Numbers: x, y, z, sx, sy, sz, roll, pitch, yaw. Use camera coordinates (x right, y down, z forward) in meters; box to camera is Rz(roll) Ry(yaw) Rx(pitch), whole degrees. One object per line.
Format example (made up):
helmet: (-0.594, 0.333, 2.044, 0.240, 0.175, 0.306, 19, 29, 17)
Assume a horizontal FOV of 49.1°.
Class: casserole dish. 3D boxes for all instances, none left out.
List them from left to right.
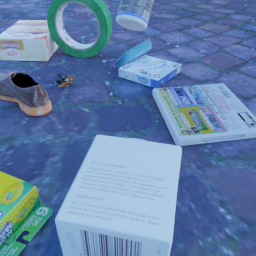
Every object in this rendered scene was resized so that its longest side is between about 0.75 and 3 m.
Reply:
casserole dish: (0.263, -2.855, 10.923, 1.796, 1.088, 0.348, -38, 94, -29)

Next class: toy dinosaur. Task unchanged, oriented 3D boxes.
toy dinosaur: (-2.210, -1.668, 9.769, 0.595, 0.448, 0.877, 24, 18, 5)

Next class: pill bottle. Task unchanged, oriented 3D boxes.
pill bottle: (0.281, -3.701, 7.949, 0.918, 1.614, 0.918, 14, 1, 0)

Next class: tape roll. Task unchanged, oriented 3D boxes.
tape roll: (-1.942, -4.170, 11.304, 2.578, 2.578, 0.620, 8, 36, 11)

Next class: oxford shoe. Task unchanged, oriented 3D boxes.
oxford shoe: (-3.447, -1.386, 8.794, 2.870, 1.046, 1.023, 25, 43, 30)

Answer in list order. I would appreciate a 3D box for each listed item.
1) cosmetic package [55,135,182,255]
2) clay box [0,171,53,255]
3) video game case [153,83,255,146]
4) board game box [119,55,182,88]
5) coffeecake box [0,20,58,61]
cosmetic package: (-0.028, 1.331, 4.623, 1.554, 1.555, 1.885, 8, 37, 10)
clay box: (-2.902, 1.459, 5.238, 2.637, 0.628, 1.515, 14, 39, 20)
video game case: (2.217, -0.514, 8.249, 2.457, 0.298, 2.700, -5, 37, -8)
board game box: (0.838, -2.137, 10.400, 1.702, 0.371, 1.710, 24, 43, 29)
coffeecake box: (-4.204, -3.902, 12.318, 2.038, 0.970, 2.656, 2, 36, 2)
